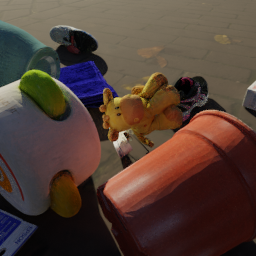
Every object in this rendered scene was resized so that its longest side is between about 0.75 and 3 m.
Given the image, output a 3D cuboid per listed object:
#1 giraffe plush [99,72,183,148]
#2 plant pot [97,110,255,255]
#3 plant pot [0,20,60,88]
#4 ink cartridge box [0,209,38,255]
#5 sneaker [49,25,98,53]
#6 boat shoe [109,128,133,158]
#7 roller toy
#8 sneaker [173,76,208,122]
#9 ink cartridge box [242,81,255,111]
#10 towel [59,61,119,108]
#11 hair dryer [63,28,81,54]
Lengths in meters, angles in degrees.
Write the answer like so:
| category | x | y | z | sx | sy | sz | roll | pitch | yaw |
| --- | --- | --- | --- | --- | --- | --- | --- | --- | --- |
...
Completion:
| category | x | y | z | sx | sy | sz | roll | pitch | yaw |
| --- | --- | --- | --- | --- | --- | --- | --- | --- | --- |
| giraffe plush | 0.150 | -0.447 | 7.324 | 1.679 | 2.070 | 1.786 | 2 | 48 | -45 |
| plant pot | 0.945 | 1.333 | 5.049 | 2.495 | 2.565 | 2.565 | -26 | 42 | -19 |
| plant pot | -3.887 | -2.057 | 9.399 | 2.684 | 2.856 | 2.856 | 19 | 40 | 14 |
| ink cartridge box | -2.917 | 2.304 | 5.237 | 1.789 | 0.421 | 1.768 | 16 | 38 | 21 |
| sneaker | -2.641 | -4.595 | 14.229 | 2.967 | 1.066 | 1.075 | 23 | 35 | 24 |
| boat shoe | -0.121 | 0.251 | 7.699 | 0.604 | 0.523 | 1.417 | -24 | 26 | 0 |
| roller toy | -2.096 | 0.411 | 5.978 | 2.629 | 2.882 | 2.014 | -2 | 27 | 47 |
| sneaker | 2.102 | -1.268 | 9.504 | 1.087 | 1.169 | 2.707 | 18 | 39 | 21 |
| ink cartridge box | 4.990 | -0.977 | 9.475 | 1.726 | 0.723 | 1.245 | 27 | 44 | 32 |
| towel | -1.755 | -1.622 | 10.370 | 2.118 | 0.711 | 2.869 | -13 | 38 | -18 |
| hair dryer | -2.741 | -4.101 | 13.607 | 0.346 | 0.971 | 1.275 | -36 | 93 | -31 |
